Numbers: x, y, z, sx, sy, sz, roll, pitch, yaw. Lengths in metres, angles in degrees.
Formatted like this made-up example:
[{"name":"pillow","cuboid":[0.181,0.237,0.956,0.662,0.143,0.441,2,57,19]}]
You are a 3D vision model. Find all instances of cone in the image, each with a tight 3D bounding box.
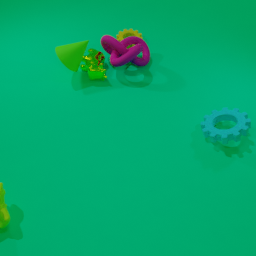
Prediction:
[{"name":"cone","cuboid":[-1.744,-2.706,9.719,1.082,1.078,1.078,-34,48,20]}]

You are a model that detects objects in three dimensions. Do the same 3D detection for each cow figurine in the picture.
[{"name":"cow figurine","cuboid":[-1.164,-2.349,10.351,1.345,0.750,1.367,20,50,21]}]

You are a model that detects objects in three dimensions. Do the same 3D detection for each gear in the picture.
[{"name":"gear","cuboid":[0.064,-3.763,11.791,1.073,0.198,1.073,1,56,-1]},{"name":"gear","cuboid":[2.893,-0.091,8.339,1.382,0.256,1.382,-14,36,10]}]

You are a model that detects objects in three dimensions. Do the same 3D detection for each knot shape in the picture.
[{"name":"knot shape","cuboid":[-0.065,-2.797,10.313,1.974,0.912,1.847,8,29,-7]}]

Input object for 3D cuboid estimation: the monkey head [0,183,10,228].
[{"name":"monkey head","cuboid":[-3.286,1.804,6.379,0.969,1.609,1.157,-3,48,-50]}]
